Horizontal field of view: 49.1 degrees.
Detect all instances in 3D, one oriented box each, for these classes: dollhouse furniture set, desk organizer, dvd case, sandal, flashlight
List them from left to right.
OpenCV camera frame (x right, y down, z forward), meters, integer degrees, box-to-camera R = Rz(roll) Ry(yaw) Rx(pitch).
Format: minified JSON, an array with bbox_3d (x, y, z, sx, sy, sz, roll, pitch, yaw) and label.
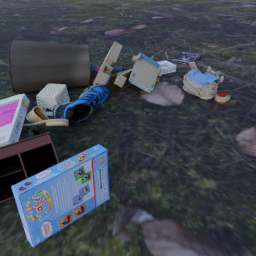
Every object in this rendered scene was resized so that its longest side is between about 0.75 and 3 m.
[{"bbox_3d":[-2.847,1.046,6.559,2.481,0.890,0.955,-19,37,-22],"label":"desk organizer"},{"bbox_3d":[-2.668,-0.335,8.560,2.030,0.668,0.744,-3,-7,25],"label":"sandal"},{"bbox_3d":[-1.192,-2.669,12.751,2.034,0.691,0.689,8,35,14],"label":"flashlight"},{"bbox_3d":[-0.023,-1.869,11.553,2.487,1.623,2.347,27,49,-11],"label":"dollhouse furniture set"},{"bbox_3d":[3.152,-3.710,14.913,1.173,0.126,1.578,15,35,23],"label":"dvd case"}]

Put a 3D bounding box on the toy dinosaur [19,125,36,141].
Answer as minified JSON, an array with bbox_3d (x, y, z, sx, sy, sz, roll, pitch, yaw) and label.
[{"bbox_3d":[-3.066,0.356,8.014,1.693,0.652,0.866,5,22,2],"label":"toy dinosaur"}]

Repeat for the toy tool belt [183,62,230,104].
[{"bbox_3d":[3.060,-1.785,10.860,1.217,1.198,1.949,-24,39,-32],"label":"toy tool belt"}]

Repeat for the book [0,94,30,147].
[{"bbox_3d":[-3.852,0.020,8.051,1.740,0.626,2.605,-22,34,5],"label":"book"}]

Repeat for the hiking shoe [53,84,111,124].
[{"bbox_3d":[-1.346,-0.741,9.502,2.325,0.865,1.008,-37,37,-30],"label":"hiking shoe"}]

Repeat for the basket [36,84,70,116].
[{"bbox_3d":[-2.693,-1.041,10.115,0.819,0.746,1.209,4,33,8],"label":"basket"}]

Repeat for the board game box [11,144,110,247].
[{"bbox_3d":[-1.230,1.336,5.698,1.916,1.449,0.351,-26,41,-35],"label":"board game box"}]

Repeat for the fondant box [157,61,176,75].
[{"bbox_3d":[1.604,-2.870,13.394,1.145,0.333,0.826,-18,37,-25],"label":"fondant box"}]

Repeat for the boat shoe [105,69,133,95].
[{"bbox_3d":[-0.461,-1.917,11.599,2.176,0.796,0.705,-25,24,-35],"label":"boat shoe"}]

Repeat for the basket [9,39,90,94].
[{"bbox_3d":[-3.095,-2.555,11.478,2.945,2.003,2.655,-4,36,-13],"label":"basket"}]
